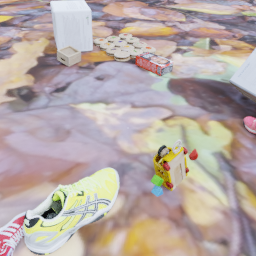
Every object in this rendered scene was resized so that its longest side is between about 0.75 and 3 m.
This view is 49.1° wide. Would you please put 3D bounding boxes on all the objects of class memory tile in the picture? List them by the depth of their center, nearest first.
[{"bbox_3d":[-0.203,-3.785,12.890,2.100,0.230,2.740,-20,41,-24],"label":"memory tile"}]

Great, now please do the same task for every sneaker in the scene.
[{"bbox_3d":[-2.047,1.986,5.035,1.118,0.398,0.629,-31,42,-24],"label":"sneaker"},{"bbox_3d":[-0.962,1.419,5.412,0.849,0.860,2.251,24,43,30],"label":"sneaker"},{"bbox_3d":[3.741,-0.063,7.545,0.526,0.619,1.427,-14,33,-20],"label":"sneaker"}]

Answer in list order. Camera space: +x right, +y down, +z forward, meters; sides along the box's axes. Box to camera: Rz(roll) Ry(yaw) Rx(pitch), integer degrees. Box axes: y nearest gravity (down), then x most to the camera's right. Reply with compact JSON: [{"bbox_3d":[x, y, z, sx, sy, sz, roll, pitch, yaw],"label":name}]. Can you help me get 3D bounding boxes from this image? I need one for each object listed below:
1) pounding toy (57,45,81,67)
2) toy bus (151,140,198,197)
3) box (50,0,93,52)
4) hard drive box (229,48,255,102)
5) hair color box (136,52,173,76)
[{"bbox_3d":[-2.458,-2.975,11.604,0.890,0.632,0.819,33,48,22],"label":"pounding toy"},{"bbox_3d":[0.857,0.735,6.008,0.653,1.263,1.192,31,13,39],"label":"toy bus"},{"bbox_3d":[-2.537,-4.581,12.590,1.590,1.857,1.847,-8,38,-15],"label":"box"},{"bbox_3d":[4.632,-1.447,7.853,1.063,2.156,2.767,28,17,-34],"label":"hard drive box"},{"bbox_3d":[1.029,-2.563,11.085,0.714,0.431,1.407,-28,46,-34],"label":"hair color box"}]
